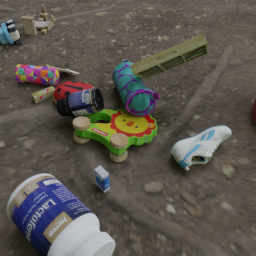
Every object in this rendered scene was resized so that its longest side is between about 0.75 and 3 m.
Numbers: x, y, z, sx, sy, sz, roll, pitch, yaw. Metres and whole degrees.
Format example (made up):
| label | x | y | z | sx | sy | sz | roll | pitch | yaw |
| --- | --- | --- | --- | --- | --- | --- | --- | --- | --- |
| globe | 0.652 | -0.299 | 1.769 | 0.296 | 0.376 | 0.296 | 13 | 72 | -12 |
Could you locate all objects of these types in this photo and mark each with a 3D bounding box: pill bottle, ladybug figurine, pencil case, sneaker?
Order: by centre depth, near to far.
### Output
| label | x | y | z | sx | sy | sz | roll | pitch | yaw |
| --- | --- | --- | --- | --- | --- | --- | --- | --- | --- |
| pill bottle | -1.684 | 2.467 | 7.045 | 2.660 | 1.539 | 1.539 | 33 | 54 | 28 |
| sneaker | 2.578 | 0.656 | 9.404 | 2.263 | 0.866 | 0.914 | -23 | 60 | -14 |
| pill bottle | -1.743 | -0.889 | 10.202 | 1.579 | 0.883 | 0.883 | -10 | 43 | 16 |
| pencil case | 0.209 | -1.614 | 10.982 | 1.298 | 1.195 | 2.809 | -20 | 38 | -1 |
| ladybug figurine | -2.049 | -1.321 | 11.240 | 2.138 | 0.769 | 1.451 | 10 | 50 | 8 |
| pencil case | -3.973 | -2.319 | 12.292 | 1.886 | 0.833 | 0.833 | 6 | 46 | 6 |

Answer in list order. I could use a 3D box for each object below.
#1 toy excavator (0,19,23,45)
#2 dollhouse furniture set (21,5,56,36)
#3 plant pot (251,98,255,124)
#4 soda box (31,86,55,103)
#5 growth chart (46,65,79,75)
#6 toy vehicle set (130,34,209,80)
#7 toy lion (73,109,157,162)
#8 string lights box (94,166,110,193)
| label | x | y | z | sx | sy | sz | roll | pitch | yaw |
| --- | --- | --- | --- | --- | --- | --- | --- | --- | --- |
| toy excavator | -6.797 | -5.008 | 14.907 | 1.930 | 0.964 | 1.877 | -23 | 48 | -10 |
| dollhouse furniture set | -4.961 | -6.226 | 15.971 | 1.130 | 0.965 | 2.179 | 8 | 46 | 8 |
| plant pot | 6.133 | -1.145 | 9.996 | 2.675 | 2.394 | 2.675 | 0 | 46 | 0 |
| soda box | -3.494 | -1.392 | 11.679 | 0.954 | 0.323 | 0.305 | -27 | 51 | -23 |
| growth chart | -2.932 | -2.621 | 12.672 | 1.287 | 0.114 | 0.932 | 16 | 6 | 26 |
| toy vehicle set | 1.521 | -2.445 | 9.946 | 2.624 | 0.348 | 1.630 | -20 | -3 | 20 |
| toy lion | -0.335 | -0.043 | 10.118 | 2.540 | 0.872 | 2.435 | 23 | 42 | 23 |
| string lights box | -0.777 | 1.553 | 8.456 | 0.237 | 0.805 | 0.414 | -32 | 53 | -27 |
